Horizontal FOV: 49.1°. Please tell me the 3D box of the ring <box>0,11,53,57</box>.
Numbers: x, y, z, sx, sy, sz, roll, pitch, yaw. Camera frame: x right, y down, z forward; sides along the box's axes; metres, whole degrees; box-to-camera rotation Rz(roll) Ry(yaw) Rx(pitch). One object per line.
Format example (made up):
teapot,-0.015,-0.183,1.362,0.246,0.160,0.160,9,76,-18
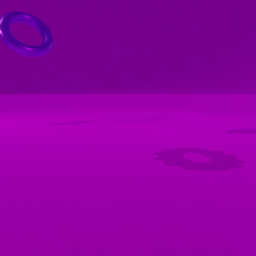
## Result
ring,-3.500,-3.249,9.673,1.868,1.868,0.374,-6,-22,-39
